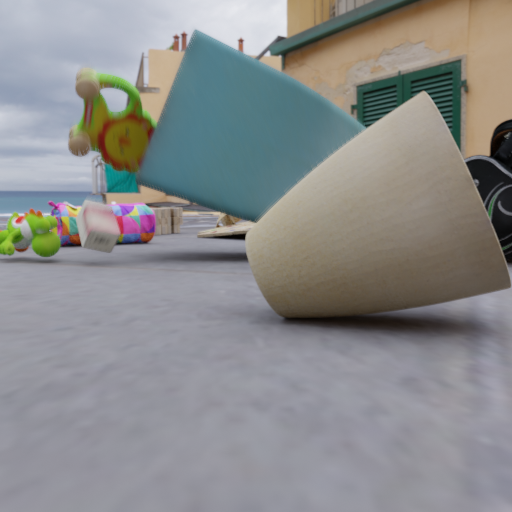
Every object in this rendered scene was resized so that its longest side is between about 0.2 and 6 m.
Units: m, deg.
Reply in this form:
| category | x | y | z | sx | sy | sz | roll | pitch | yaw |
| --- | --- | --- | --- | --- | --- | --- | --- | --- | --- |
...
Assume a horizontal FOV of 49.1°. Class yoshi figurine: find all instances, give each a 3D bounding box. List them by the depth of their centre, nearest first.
| category | x | y | z | sx | sy | sz | roll | pitch | yaw |
| --- | --- | --- | --- | --- | --- | --- | --- | --- | --- |
| yoshi figurine | -3.402 | -0.208 | 8.418 | 1.320 | 0.742 | 0.739 | -13 | -43 | 38 |

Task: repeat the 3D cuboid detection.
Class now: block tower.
| category | x | y | z | sx | sy | sz | roll | pitch | yaw |
| --- | --- | --- | --- | --- | --- | --- | --- | --- | --- |
| block tower | -3.048 | -0.910 | 14.900 | 0.796 | 0.744 | 2.753 | 2 | 6 | 31 |

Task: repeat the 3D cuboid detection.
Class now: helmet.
| category | x | y | z | sx | sy | sz | roll | pitch | yaw |
| --- | --- | --- | --- | --- | --- | --- | --- | --- | --- |
| helmet | 3.641 | -0.867 | 8.381 | 1.981 | 1.981 | 1.889 | -1 | -35 | -13 |

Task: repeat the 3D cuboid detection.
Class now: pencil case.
| category | x | y | z | sx | sy | sz | roll | pitch | yaw |
| --- | --- | --- | --- | --- | --- | --- | --- | --- | --- |
| pencil case | -3.165 | -0.668 | 11.567 | 2.127 | 0.940 | 0.940 | -2 | 6 | -34 |

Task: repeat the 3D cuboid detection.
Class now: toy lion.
| category | x | y | z | sx | sy | sz | roll | pitch | yaw |
| --- | --- | --- | --- | --- | --- | --- | --- | --- | --- |
| toy lion | -2.075 | -1.961 | 8.418 | 1.358 | 1.417 | 0.486 | 6 | 33 | -20 |

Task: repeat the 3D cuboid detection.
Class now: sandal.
| category | x | y | z | sx | sy | sz | roll | pitch | yaw |
| --- | --- | --- | --- | --- | --- | --- | --- | --- | --- |
| sandal | -0.905 | -0.946 | 15.995 | 0.594 | 0.662 | 1.806 | -38 | 2 | -21 |

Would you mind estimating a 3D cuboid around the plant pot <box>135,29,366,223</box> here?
| category | x | y | z | sx | sy | sz | roll | pitch | yaw |
| --- | --- | --- | --- | --- | --- | --- | --- | --- | --- |
| plant pot | 0.228 | -1.561 | 8.905 | 3.251 | 2.297 | 2.296 | 21 | 3 | -1 |

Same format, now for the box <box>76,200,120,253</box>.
| category | x | y | z | sx | sy | sz | roll | pitch | yaw |
| --- | --- | --- | --- | --- | --- | --- | --- | --- | --- |
| box | -2.232 | -0.415 | 7.894 | 0.429 | 0.365 | 0.670 | 13 | 34 | -36 |

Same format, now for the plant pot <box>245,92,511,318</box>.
| category | x | y | z | sx | sy | sz | roll | pitch | yaw |
| --- | --- | --- | --- | --- | --- | --- | --- | --- | --- |
| plant pot | 0.779 | -0.165 | 4.152 | 1.583 | 1.482 | 1.482 | -24 | -2 | 17 |

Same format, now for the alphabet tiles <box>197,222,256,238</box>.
| category | x | y | z | sx | sy | sz | roll | pitch | yaw |
| --- | --- | --- | --- | --- | --- | --- | --- | --- | --- |
| alphabet tiles | 0.409 | -0.866 | 14.681 | 3.102 | 0.118 | 3.728 | -3 | 8 | 42 |
